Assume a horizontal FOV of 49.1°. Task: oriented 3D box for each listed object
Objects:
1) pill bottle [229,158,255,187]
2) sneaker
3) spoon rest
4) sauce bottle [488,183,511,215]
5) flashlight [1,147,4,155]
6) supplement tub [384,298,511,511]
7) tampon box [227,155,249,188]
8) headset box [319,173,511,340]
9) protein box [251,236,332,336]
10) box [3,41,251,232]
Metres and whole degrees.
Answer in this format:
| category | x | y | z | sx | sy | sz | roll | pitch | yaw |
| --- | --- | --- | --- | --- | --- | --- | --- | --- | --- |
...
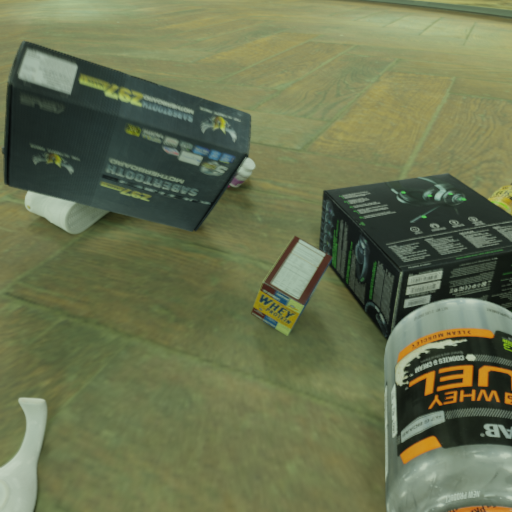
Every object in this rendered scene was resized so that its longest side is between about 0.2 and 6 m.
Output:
| category | x | y | z | sx | sy | sz | roll | pitch | yaw |
| --- | --- | --- | --- | --- | --- | --- | --- | --- | --- |
| pill bottle | -0.336 | -1.832 | 12.245 | 0.395 | 0.703 | 0.395 | 18 | 55 | -28 |
| sneaker | -3.526 | -1.548 | 11.885 | 1.589 | 1.013 | 2.750 | 21 | 39 | 26 |
| spoon rest | -2.708 | 2.404 | 6.196 | 0.808 | 0.493 | 1.625 | 3 | 45 | 7 |
| sauce bottle | 5.034 | -1.007 | 11.324 | 0.720 | 0.720 | 2.226 | 21 | 36 | 30 |
| flashlight | -4.972 | -2.631 | 13.833 | 2.364 | 0.800 | 0.803 | -16 | 37 | -26 |
| supplement tub | 2.196 | 1.903 | 5.638 | 1.777 | 1.777 | 2.901 | 5 | 32 | 8 |
| tampon box | -1.084 | -2.286 | 13.097 | 1.517 | 0.958 | 1.137 | 19 | 37 | 28 |
| headset box | 2.703 | -0.171 | 9.324 | 2.564 | 1.366 | 2.945 | -10 | 33 | -15 |
| protein box | 0.519 | 0.452 | 8.331 | 0.671 | 0.988 | 0.995 | 30 | 56 | 8 |
| box | -2.269 | -1.769 | 9.532 | 3.643 | 2.872 | 0.929 | 14 | 62 | -19 |
